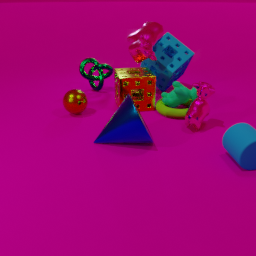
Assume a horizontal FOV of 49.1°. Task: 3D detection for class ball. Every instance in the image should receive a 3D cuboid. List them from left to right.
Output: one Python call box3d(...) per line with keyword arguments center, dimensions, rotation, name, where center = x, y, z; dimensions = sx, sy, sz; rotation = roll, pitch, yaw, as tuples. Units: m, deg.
box3d(center=(-1.698, -0.850, 9.027), dimensions=(0.801, 0.801, 0.801), rotation=(0, 27, 0), name="ball")

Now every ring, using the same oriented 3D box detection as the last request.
box3d(center=(1.681, -0.720, 9.384), dimensions=(1.500, 0.300, 1.500), rotation=(-1, 27, 0), name="ring")

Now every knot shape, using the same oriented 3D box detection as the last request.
box3d(center=(-1.318, -2.183, 10.931), dimensions=(1.226, 1.310, 0.605), rotation=(37, 30, -14), name="knot shape")

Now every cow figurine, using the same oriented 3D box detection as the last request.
box3d(center=(0.659, -2.894, 9.297), dimensions=(1.712, 0.940, 1.684), rotation=(-43, 29, -11), name="cow figurine")
box3d(center=(1.868, -1.025, 9.267), dimensions=(1.196, 1.215, 0.667), rotation=(30, 37, -27), name="cow figurine")
box3d(center=(2.010, -0.661, 7.915), dimensions=(0.666, 1.193, 1.213), rotation=(25, 70, 25), name="cow figurine")

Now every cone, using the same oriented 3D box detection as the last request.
box3d(center=(-0.283, 0.067, 7.403), dimensions=(1.451, 1.445, 1.445), rotation=(-27, 27, 6), name="cone")

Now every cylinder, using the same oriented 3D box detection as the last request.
box3d(center=(2.765, 0.419, 6.530), dimensions=(0.826, 0.826, 0.826), rotation=(-5, 28, -9), name="cylinder")

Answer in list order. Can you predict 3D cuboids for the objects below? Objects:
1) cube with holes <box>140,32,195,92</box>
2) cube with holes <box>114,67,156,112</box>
box3d(center=(1.454, -2.523, 10.847), dimensions=(1.342, 1.342, 1.342), rotation=(42, 66, 11), name="cube with holes")
box3d(center=(0.206, -1.333, 9.618), dimensions=(1.193, 1.193, 1.193), rotation=(-5, 27, -9), name="cube with holes")
